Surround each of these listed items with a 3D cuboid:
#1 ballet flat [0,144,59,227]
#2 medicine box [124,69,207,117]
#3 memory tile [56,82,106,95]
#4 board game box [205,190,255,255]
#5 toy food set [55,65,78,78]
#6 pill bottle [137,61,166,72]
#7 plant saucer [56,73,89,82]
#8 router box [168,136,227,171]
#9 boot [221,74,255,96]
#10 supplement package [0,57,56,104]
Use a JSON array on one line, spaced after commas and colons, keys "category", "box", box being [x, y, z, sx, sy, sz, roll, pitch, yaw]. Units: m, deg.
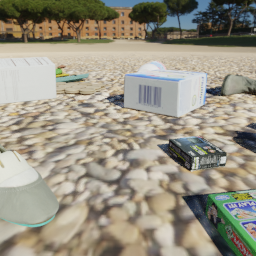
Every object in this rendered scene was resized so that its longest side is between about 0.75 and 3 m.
[{"category": "ballet flat", "box": [-1.888, 0.620, 4.084, 2.399, 0.764, 0.808, 16, 24, 40]}, {"category": "medicine box", "box": [1.257, -1.239, 9.211, 1.972, 1.114, 2.165, 13, 22, 33]}, {"category": "memory tile", "box": [-2.415, -1.736, 12.197, 2.605, 0.219, 1.997, 4, 18, 13]}, {"category": "board game box", "box": [2.286, 1.168, 3.106, 2.308, 0.336, 1.553, -3, 18, -11]}, {"category": "toy food set", "box": [-3.445, -2.687, 13.531, 1.781, 0.582, 1.048, -19, 9, -41]}, {"category": "pill bottle", "box": [1.035, -2.380, 12.686, 1.136, 1.136, 2.089, 5, 20, 16]}, {"category": "plant saucer", "box": [-3.049, -2.441, 14.051, 0.844, 0.229, 2.413, -8, 10, 41]}, {"category": "router box", "box": [1.286, 0.457, 5.332, 0.717, 0.297, 0.957, -6, 19, -17]}, {"category": "boot", "box": [4.807, -1.680, 11.240, 1.535, 0.795, 2.349, 21, 28, 35]}, {"category": "supplement package", "box": [-3.923, -1.798, 10.322, 2.259, 1.321, 1.325, -10, 30, -28]}]
